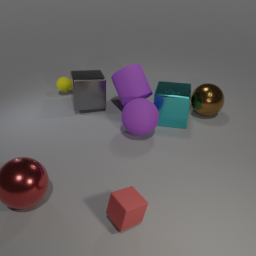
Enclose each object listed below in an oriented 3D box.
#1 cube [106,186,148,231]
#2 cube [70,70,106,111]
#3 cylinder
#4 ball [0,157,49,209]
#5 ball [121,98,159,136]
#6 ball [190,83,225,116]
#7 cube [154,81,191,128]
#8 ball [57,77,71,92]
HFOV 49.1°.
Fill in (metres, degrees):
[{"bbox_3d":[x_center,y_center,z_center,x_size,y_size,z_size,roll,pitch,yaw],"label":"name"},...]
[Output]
[{"bbox_3d":[-0.033,2.017,7.077,0.700,0.700,0.700,-8,34,-38],"label":"cube"},{"bbox_3d":[-1.786,-1.713,12.525,1.400,1.400,1.400,-5,28,-14],"label":"cube"},{"bbox_3d":[0.169,-1.839,12.120,1.400,1.400,1.400,-23,-3,-1],"label":"cylinder"},{"bbox_3d":[-2.893,1.493,7.674,1.400,1.400,1.400,0,32,0],"label":"ball"},{"bbox_3d":[0.453,-0.416,10.476,1.400,1.400,1.400,0,32,0],"label":"ball"},{"bbox_3d":[3.381,-1.200,11.948,1.400,1.400,1.400,0,32,0],"label":"ball"},{"bbox_3d":[1.826,-0.984,11.593,1.400,1.400,1.400,6,33,10],"label":"cube"},{"bbox_3d":[-3.130,-2.131,13.686,0.700,0.700,0.700,0,32,0],"label":"ball"}]
